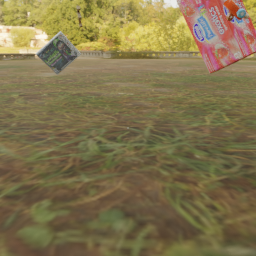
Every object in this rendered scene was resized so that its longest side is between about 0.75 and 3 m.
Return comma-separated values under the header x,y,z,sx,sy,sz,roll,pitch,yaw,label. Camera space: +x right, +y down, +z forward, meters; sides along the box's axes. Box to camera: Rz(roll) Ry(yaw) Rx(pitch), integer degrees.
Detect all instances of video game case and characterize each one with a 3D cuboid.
x,y,z,sx,sy,sz,roll,pitch,yaw,label
-2.475,-2.652,10.032,1.195,1.087,0.140,-39,40,7,video game case

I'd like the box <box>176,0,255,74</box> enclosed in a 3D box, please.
x,y,z,sx,sy,sz,roll,pitch,yaw,label
2.783,-3.198,8.609,1.228,2.594,1.331,-27,3,-33,box

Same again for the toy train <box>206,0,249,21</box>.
x,y,z,sx,sy,sz,roll,pitch,yaw,label
1.797,-2.536,5.558,1.020,0.378,1.357,30,32,-24,toy train

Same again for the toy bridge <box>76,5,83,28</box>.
x,y,z,sx,sy,sz,roll,pitch,yaw,label
-1.494,-3.456,8.578,0.105,0.259,0.770,-13,-24,-9,toy bridge
